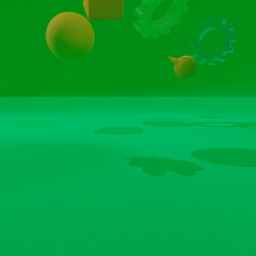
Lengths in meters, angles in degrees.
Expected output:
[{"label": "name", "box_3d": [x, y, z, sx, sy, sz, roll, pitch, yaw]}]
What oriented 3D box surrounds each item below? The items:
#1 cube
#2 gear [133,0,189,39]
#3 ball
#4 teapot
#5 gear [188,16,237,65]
[{"label": "cube", "box_3d": [-0.791, -4.191, 8.872, 1.106, 1.106, 1.106, -7, 48, -14]}, {"label": "gear", "box_3d": [1.059, -3.678, 8.749, 1.910, 0.353, 1.910, -27, -25, -14]}, {"label": "ball", "box_3d": [-1.465, -2.311, 7.160, 1.209, 1.209, 1.209, 0, 7, 0]}, {"label": "teapot", "box_3d": [2.280, -2.563, 11.624, 1.490, 0.927, 0.730, 27, 14, -24]}, {"label": "gear", "box_3d": [2.732, -2.834, 9.156, 1.502, 1.502, 0.278, 5, 9, 33]}]
